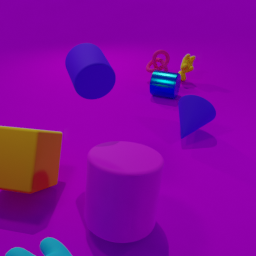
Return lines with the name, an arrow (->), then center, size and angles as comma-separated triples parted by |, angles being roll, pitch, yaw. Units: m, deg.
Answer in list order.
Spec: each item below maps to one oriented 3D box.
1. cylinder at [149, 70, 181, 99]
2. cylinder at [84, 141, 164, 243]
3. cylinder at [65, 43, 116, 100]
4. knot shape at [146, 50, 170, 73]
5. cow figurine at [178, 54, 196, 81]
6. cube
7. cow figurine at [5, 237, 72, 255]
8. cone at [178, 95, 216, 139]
cylinder -> 1.344, -1.575, 10.084 | 0.914, 0.914, 0.914 | 12, 33, 20
cylinder -> -0.092, 1.085, 5.038 | 1.326, 1.326, 1.326 | 5, 19, -2
cylinder -> -0.746, -1.111, 5.489 | 0.814, 0.814, 0.814 | -12, 46, -18
knot shape -> 1.168, -2.529, 11.211 | 1.003, 1.072, 0.495 | -5, 4, 34
cow figurine -> 2.297, -2.425, 11.331 | 0.540, 0.984, 0.968 | 16, -9, -12
cube -> -2.171, 0.595, 5.756 | 1.179, 1.179, 1.179 | 5, -2, 10
cow figurine -> -0.911, 2.177, 3.388 | 1.647, 0.919, 1.674 | 32, 2, 21
cone -> 1.677, -0.125, 7.652 | 1.111, 1.111, 1.116 | 17, 58, 27
